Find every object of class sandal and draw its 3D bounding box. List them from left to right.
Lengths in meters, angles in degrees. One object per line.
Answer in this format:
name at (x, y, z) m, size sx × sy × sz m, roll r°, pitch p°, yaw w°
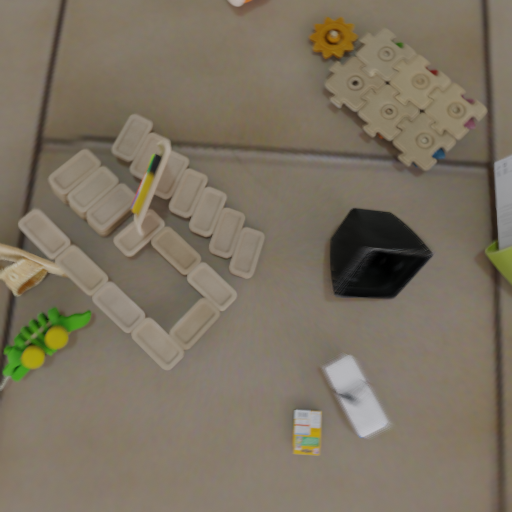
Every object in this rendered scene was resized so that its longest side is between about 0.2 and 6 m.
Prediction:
sandal at (-3.917, 0.341, 9.642) m, size 2.245 × 0.823 × 0.738 m, roll 11°, pitch 72°, yaw -3°

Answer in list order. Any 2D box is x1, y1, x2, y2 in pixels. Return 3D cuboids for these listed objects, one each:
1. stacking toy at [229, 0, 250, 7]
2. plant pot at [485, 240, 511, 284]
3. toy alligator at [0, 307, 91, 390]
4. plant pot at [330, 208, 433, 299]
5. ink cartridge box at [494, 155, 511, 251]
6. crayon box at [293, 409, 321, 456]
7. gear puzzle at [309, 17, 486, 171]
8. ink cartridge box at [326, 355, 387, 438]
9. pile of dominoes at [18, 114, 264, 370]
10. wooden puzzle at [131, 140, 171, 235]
stacking toy at (0.208, -5.563, 11.011) m, size 1.579 × 1.154 × 1.154 m, roll -12°, pitch 77°, yaw -19°
plant pot at (4.808, 0.215, 9.583) m, size 1.219 × 1.219 × 1.303 m, roll -30°, pitch 91°, yaw -6°
toy alligator at (-3.824, 1.549, 9.321) m, size 2.352 × 0.698 × 0.638 m, roll -40°, pitch 105°, yaw -3°
plant pot at (1.925, -0.085, 9.348) m, size 1.246 × 1.249 × 1.108 m, roll 4°, pitch 48°, yaw -25°
ink cartridge box at (4.624, -0.851, 9.708) m, size 0.370 × 0.938 × 1.885 m, roll 6°, pitch 80°, yaw -19°
crayon box at (0.847, 2.946, 9.369) m, size 0.447 × 0.183 × 0.710 m, roll 4°, pitch 77°, yaw 1°
gear puzzle at (2.370, -3.218, 10.687) m, size 1.890 × 0.478 × 3.649 m, roll -44°, pitch 78°, yaw -7°
ink cartridge box at (1.615, 2.282, 9.064) m, size 0.489 × 0.839 × 1.160 m, roll -27°, pitch 67°, yaw 0°
pile of dominoes at (-1.904, -0.339, 10.022) m, size 3.860 × 0.615 × 3.008 m, roll 44°, pitch 72°, yaw 3°
wooden puzzle at (-1.739, -1.131, 9.011) m, size 0.276 × 1.372 × 1.483 m, roll 17°, pitch 95°, yaw -16°
